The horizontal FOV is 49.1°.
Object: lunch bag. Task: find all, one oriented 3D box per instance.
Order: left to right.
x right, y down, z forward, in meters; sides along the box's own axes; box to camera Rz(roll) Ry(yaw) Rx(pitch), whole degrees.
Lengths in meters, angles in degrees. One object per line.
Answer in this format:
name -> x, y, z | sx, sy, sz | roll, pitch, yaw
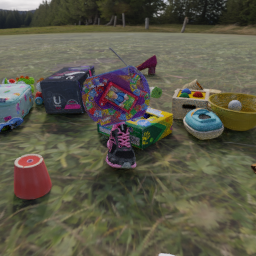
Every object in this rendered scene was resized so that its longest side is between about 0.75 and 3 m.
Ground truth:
lunch bag -> -5.524, -1.084, 12.117 | 2.301, 1.106, 2.870 | -1, 24, -2

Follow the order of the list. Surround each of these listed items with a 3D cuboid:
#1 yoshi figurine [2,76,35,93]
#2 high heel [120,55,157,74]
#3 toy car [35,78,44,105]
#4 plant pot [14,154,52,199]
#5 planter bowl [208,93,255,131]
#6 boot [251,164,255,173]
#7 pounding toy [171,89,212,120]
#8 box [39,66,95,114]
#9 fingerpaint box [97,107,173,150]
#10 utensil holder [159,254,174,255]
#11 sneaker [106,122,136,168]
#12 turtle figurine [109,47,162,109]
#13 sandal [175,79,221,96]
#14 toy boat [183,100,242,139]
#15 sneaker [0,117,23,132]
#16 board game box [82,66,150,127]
yoshi figurine -> -5.825, -2.009, 14.750 | 2.017, 1.134, 1.129 | -18, -14, -5
high heel -> 0.630, -4.370, 19.242 | 2.703, 1.299, 0.911 | -2, 24, -5
toy car -> -4.063, -1.877, 13.779 | 1.062, 1.201, 1.107 | -1, 25, -3
plant pot -> -2.511, 1.212, 7.274 | 0.979, 0.867, 0.979 | 1, 24, 0
planter bowl -> 4.342, -0.561, 11.032 | 2.469, 1.028, 2.469 | 1, 24, -1
boot -> 3.987, 1.221, 7.952 | 0.658, 0.313, 0.850 | -4, 13, -11
pounding toy -> 3.150, -1.220, 12.458 | 2.060, 1.073, 2.345 | 7, 25, 16
box -> -2.649, -1.862, 13.234 | 1.769, 1.535, 2.894 | -1, 24, 10
fingerpaint box -> 0.251, -0.193, 10.478 | 2.219, 0.814, 1.851 | 20, 31, 37
utensil holder -> 1.447, 2.590, 2.658 | 2.577, 2.190, 2.190 | 7, 25, 8
sneaker -> -0.215, 0.436, 8.637 | 0.887, 1.071, 2.245 | 5, 21, -13
turtle figurine -> -0.078, -1.618, 12.312 | 2.716, 2.801, 2.016 | 28, 69, 40
sandal -> 3.764, -2.230, 15.050 | 2.449, 0.805, 0.898 | 8, 25, 17
toy boat -> 3.190, -0.393, 10.488 | 2.189, 1.017, 1.840 | -11, 25, -8
sneaker -> -4.498, -0.076, 10.802 | 0.463, 0.408, 1.038 | 26, 43, 37
board game box -> -0.340, -0.891, 8.662 | 2.152, 1.700, 0.419 | -15, 20, 1
